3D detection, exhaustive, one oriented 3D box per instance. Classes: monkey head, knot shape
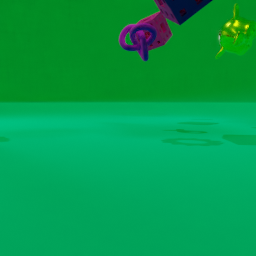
[{"bbox_3d":[3.062,-2.679,8.109,0.992,1.646,1.184,31,33,29],"label":"monkey head"},{"bbox_3d":[0.333,-2.470,7.730,0.524,1.134,1.061,-45,2,-38],"label":"knot shape"}]

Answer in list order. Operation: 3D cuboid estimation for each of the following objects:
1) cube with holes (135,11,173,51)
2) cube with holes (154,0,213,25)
[{"bbox_3d":[0.887,-3.552,10.379,0.984,0.984,0.984,-10,31,37],"label":"cube with holes"},{"bbox_3d":[1.153,-3.241,6.196,1.187,1.187,1.187,-36,31,9],"label":"cube with holes"}]
